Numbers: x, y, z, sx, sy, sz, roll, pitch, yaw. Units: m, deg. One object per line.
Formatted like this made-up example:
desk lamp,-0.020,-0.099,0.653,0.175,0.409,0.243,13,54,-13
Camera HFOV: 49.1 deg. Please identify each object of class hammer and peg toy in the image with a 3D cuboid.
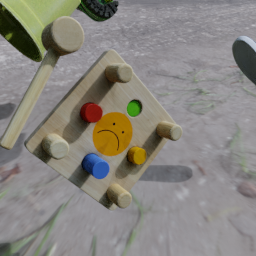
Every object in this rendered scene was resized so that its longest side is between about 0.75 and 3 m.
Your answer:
hammer and peg toy,-0.438,-0.090,3.310,1.564,2.126,0.750,-52,31,-11

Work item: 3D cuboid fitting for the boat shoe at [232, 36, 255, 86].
boat shoe,2.805,-1.274,5.603,0.714,1.675,0.619,-47,9,-18

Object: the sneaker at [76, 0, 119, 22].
sneaker,-1.489,-3.760,7.374,1.005,2.577,1.098,-52,19,-15

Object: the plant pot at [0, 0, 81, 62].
plant pot,-2.048,-2.769,6.224,1.890,1.890,1.738,27,69,34
